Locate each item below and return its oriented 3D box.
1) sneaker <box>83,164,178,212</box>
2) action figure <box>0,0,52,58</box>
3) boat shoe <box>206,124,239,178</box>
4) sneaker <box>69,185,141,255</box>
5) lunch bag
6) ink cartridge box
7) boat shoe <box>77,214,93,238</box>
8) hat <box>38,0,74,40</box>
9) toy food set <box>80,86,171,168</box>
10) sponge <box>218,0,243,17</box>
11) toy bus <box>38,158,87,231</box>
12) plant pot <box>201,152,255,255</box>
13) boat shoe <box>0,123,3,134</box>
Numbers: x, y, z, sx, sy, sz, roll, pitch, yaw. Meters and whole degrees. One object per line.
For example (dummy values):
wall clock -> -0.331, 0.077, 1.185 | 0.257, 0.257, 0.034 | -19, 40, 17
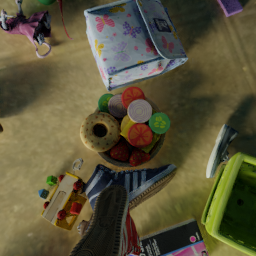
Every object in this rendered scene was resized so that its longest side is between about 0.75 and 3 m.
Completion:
sneaker -> 0.029, 1.458, 8.067 | 2.718, 0.953, 1.474 | -30, 60, -20
action figure -> -3.410, -3.320, 9.174 | 2.015, 1.501, 1.350 | 12, 46, 20
boat shoe -> 2.829, 0.736, 8.376 | 0.541, 0.638, 1.752 | 23, 74, 8
sneaker -> -0.367, 2.469, 5.420 | 0.906, 2.545, 1.431 | -3, 120, 18
lunch bag -> 0.254, -2.685, 8.556 | 2.654, 1.687, 2.250 | -17, 81, -10
ink cartridge box -> 0.941, 3.581, 7.920 | 2.545, 0.472, 1.205 | -19, 79, -1
boat shoe -> -1.100, 2.886, 8.003 | 0.618, 0.617, 1.708 | 33, 71, 11
hat -> -2.528, -4.416, 9.577 | 1.941, 2.063, 2.344 | 1, 47, 32
toy food set -> -0.029, -0.033, 8.541 | 2.447, 0.595, 2.422 | 34, 81, 7
sponge -> 3.444, -4.389, 9.644 | 0.583, 0.156, 1.045 | -23, 79, -4
toy bus -> -1.636, 2.008, 7.971 | 1.725, 0.891, 1.628 | -31, 44, 17
plant pot -> 3.250, 2.093, 7.408 | 2.179, 1.987, 2.190 | 23, 80, 5
boat shoe -> -4.683, -0.291, 8.587 | 2.015, 0.718, 0.650 | 34, 87, 15
